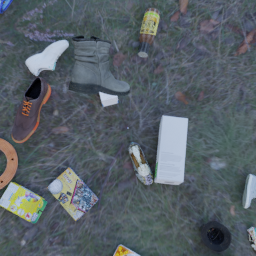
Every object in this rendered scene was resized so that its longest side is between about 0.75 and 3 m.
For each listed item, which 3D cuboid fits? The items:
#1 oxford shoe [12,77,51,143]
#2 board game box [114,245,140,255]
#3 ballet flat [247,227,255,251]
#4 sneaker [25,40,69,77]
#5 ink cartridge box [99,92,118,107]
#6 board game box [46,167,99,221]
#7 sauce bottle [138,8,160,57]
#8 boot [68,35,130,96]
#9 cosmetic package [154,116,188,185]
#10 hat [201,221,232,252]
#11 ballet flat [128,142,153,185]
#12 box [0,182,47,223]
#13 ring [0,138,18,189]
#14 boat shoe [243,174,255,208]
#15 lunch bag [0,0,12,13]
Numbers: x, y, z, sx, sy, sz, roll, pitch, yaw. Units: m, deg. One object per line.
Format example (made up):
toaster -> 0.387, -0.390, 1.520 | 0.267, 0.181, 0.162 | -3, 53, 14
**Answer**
oxford shoe -> -4.034, -0.777, 11.237 | 0.989, 1.008, 2.779 | 16, 75, 4
board game box -> 0.129, 5.603, 9.683 | 2.189, 0.283, 2.189 | 25, 79, 14
ballet flat -> 4.660, 4.174, 10.272 | 0.331, 0.391, 1.035 | -20, 69, 25
sneaker -> -3.317, -2.965, 12.080 | 2.025, 0.762, 0.896 | -33, 89, -2
ink cartridge box -> -0.872, -1.561, 11.620 | 0.680, 0.698, 1.086 | -15, 74, -3
board game box -> -2.100, 2.510, 10.707 | 1.157, 0.296, 1.709 | -42, 78, -10
sauce bottle -> 0.892, -4.180, 12.332 | 0.718, 0.718, 2.219 | 11, 75, 3
boot -> -0.685, -1.867, 8.568 | 0.857, 2.531, 1.653 | 19, 105, 36
cosmetic package -> 1.633, 0.870, 10.648 | 1.016, 1.288, 2.394 | 5, 73, 3
hat -> 3.176, 3.966, 10.247 | 1.091, 0.440, 1.091 | -1, 67, 3
ballet flat -> 0.459, 1.362, 10.865 | 0.644, 0.644, 1.790 | -22, 76, -6
box -> -3.923, 2.825, 10.582 | 1.628, 0.394, 0.955 | 26, 76, 9
ring -> -5.451, 1.436, 10.891 | 2.258, 0.217, 2.258 | 3, 66, -7
boat shoe -> 4.707, 2.428, 10.644 | 0.473, 0.463, 1.327 | 16, 72, 9
lunch bag -> -6.136, -6.341, 12.927 | 1.627, 1.016, 2.161 | 25, 88, 6
